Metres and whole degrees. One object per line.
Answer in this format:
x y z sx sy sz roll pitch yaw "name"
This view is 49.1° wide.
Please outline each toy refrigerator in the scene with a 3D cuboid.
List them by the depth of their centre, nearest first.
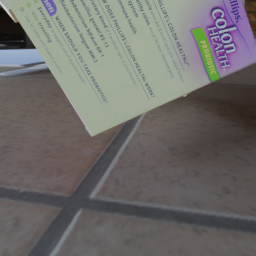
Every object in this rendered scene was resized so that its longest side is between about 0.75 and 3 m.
-2.793 -4.190 8.343 2.165 0.822 0.757 -40 -4 -8 "toy refrigerator"

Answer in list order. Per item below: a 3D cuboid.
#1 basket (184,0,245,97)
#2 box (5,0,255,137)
1.345 -2.989 7.576 2.344 2.915 2.889 42 3 28 "basket"
0.111 -1.693 4.417 2.866 2.521 1.385 -24 22 15 "box"
